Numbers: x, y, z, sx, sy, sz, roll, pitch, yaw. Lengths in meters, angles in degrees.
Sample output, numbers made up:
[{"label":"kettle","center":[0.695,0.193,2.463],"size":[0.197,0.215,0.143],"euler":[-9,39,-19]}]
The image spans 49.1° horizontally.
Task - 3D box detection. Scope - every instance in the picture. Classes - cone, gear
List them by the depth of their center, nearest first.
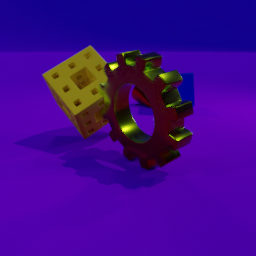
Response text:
[{"label":"gear","center":[0.220,-0.301,4.967],"size":[0.379,2.050,2.050],"euler":[-22,26,-34]},{"label":"cone","center":[0.784,-1.019,10.158],"size":[1.061,1.061,1.065],"euler":[-5,44,-17]}]

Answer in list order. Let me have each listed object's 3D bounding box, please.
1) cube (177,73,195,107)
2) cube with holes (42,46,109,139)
[{"label":"cube","center":[1.543,-1.221,9.308],"size":[1.079,1.079,1.079],"euler":[-4,7,0]},{"label":"cube with holes","center":[-0.933,-0.787,6.470],"size":[1.265,1.265,1.265],"euler":[-36,69,-14]}]
